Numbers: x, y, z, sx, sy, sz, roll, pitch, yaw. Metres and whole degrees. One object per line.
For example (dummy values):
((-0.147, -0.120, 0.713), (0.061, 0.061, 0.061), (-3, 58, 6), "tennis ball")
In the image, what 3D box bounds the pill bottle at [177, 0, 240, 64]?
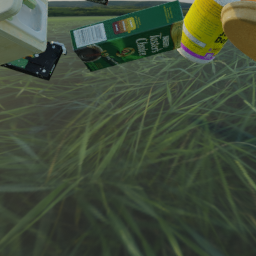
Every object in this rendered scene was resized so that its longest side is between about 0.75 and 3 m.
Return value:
((2.723, -3.546, 8.591), (1.564, 3.000, 1.564), (11, 53, -15), "pill bottle")

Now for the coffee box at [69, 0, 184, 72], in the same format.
((0.047, -2.380, 7.571), (2.833, 0.623, 1.742), (-14, -8, 5), "coffee box")

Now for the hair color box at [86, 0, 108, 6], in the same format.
((-0.554, -2.808, 4.899), (0.592, 1.167, 0.357), (8, -13, -14), "hair color box")

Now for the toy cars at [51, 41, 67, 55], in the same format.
((-3.093, -3.265, 10.946), (1.150, 0.568, 2.565), (13, 12, 11), "toy cars")

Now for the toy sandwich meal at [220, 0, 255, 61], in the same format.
((2.421, -1.516, 4.399), (2.182, 0.747, 2.182), (32, 8, -5), "toy sandwich meal")

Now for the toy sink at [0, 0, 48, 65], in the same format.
((-2.618, -2.455, 5.799), (2.629, 1.714, 1.473), (-9, -13, 28), "toy sink")

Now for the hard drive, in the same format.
((-2.850, -2.106, 8.156), (1.607, 0.304, 1.123), (17, 70, 2), "hard drive")
